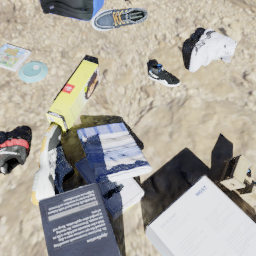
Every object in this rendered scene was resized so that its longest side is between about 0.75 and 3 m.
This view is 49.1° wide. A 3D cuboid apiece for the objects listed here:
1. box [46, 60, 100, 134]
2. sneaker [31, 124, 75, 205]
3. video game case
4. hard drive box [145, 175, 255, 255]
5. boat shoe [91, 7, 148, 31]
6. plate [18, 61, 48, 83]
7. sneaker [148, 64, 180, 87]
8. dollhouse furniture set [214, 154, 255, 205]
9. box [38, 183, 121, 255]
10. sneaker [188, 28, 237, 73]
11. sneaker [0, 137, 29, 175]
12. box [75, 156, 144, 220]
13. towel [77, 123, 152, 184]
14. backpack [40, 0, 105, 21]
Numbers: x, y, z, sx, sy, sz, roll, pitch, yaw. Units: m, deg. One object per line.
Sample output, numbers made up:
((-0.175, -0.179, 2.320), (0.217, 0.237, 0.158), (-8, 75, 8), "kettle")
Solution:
((-1.764, -1.082, 9.415), (0.624, 0.936, 2.488), (21, 61, 12), "box")
((-2.088, 1.070, 8.232), (1.085, 0.936, 2.474), (9, 60, -13), "sneaker")
((-4.582, -2.764, 10.912), (1.199, 0.132, 1.091), (19, 60, 12), "video game case")
((2.082, 2.887, 6.878), (2.100, 1.035, 2.695), (-35, 64, -19), "hard drive box")
((-0.338, -4.433, 11.227), (2.212, 0.783, 1.004), (-16, 22, -11), "boat shoe")
((-3.580, -2.157, 10.536), (1.104, 0.141, 1.104), (-1, 58, 1), "plate")
((1.319, -1.926, 10.071), (1.214, 0.679, 0.444), (18, 60, 11), "sneaker")
((3.283, 1.519, 7.994), (1.186, 0.831, 0.836), (37, 61, -7), "dollhouse furniture set")
((-0.896, 2.800, 6.216), (1.351, 2.263, 2.301), (-16, 60, -11), "box")
((3.206, -2.811, 10.494), (1.342, 0.877, 2.335), (23, 58, 17), "sneaker")
((-3.933, 0.964, 8.256), (2.025, 0.716, 0.989), (-14, 57, -10), "sneaker")
((-0.547, 1.521, 8.004), (1.102, 0.568, 1.889), (-34, 64, -19), "box")
((-0.440, 0.612, 8.002), (1.605, 0.260, 2.185), (-9, 42, -22), "towel")
((-2.209, -5.916, 11.708), (2.607, 2.119, 2.188), (22, 58, 14), "backpack")
